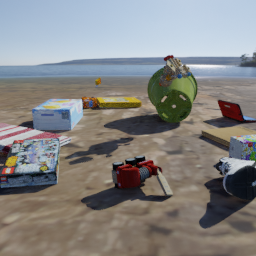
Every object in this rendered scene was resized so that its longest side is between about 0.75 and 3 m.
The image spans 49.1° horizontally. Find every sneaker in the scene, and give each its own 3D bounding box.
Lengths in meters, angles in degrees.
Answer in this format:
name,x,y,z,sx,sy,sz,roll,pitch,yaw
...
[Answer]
name,x,y,z,sx,sy,sz,roll,pitch,yaw
sneaker,2.318,1.072,6.181,1.875,0.707,1.079,-3,3,-44

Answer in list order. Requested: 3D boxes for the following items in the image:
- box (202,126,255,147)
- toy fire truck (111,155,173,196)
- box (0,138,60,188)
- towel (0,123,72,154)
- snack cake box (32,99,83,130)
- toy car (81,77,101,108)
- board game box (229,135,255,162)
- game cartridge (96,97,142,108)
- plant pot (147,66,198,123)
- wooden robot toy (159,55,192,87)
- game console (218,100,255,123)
name,x,y,z,sx,sy,sz,roll,pitch,yaw
box,3.903,0.345,9.701,1.797,0.234,2.198,-5,15,-18
toy fire truck,0.346,1.082,6.055,1.008,0.737,1.145,-11,7,-39
box,-2.363,0.801,7.013,1.234,0.359,1.802,-3,24,-11
towel,-3.616,0.375,9.099,2.904,0.330,2.092,11,15,16
snack cake box,-2.984,-0.648,12.329,1.545,0.903,2.687,-1,14,1
toy car,-2.246,-1.994,16.114,1.012,2.062,0.686,21,32,10
board game box,3.583,0.572,7.949,1.192,0.625,0.614,-4,15,-13
game cartridge,-0.600,-1.605,17.287,2.553,0.414,2.251,-4,14,-12
plant pot,2.135,-1.407,13.171,2.529,2.529,2.402,1,26,5
wooden robot toy,1.637,-2.154,11.095,1.111,1.079,2.449,-39,-6,28
game console,5.178,-0.827,13.154,0.935,1.357,1.575,-30,20,-9
